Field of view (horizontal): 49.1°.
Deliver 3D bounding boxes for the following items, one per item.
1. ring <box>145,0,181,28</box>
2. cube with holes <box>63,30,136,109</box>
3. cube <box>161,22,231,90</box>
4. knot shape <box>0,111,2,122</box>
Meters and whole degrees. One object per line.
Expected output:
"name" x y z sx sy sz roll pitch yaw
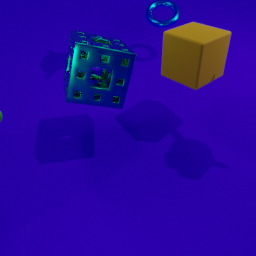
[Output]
"ring" 1.216 -4.003 9.777 1.224 0.245 1.224 -2 66 4
"cube with holes" -0.756 -1.413 6.715 1.338 1.338 1.338 6 28 -19
"cube" 1.699 -1.879 7.179 1.195 1.195 1.195 -29 45 -32
"knot shape" -3.283 -0.245 5.476 0.806 1.633 1.745 39 97 20
